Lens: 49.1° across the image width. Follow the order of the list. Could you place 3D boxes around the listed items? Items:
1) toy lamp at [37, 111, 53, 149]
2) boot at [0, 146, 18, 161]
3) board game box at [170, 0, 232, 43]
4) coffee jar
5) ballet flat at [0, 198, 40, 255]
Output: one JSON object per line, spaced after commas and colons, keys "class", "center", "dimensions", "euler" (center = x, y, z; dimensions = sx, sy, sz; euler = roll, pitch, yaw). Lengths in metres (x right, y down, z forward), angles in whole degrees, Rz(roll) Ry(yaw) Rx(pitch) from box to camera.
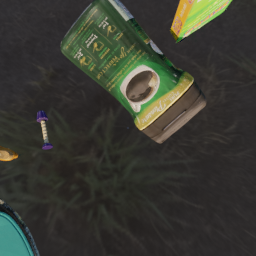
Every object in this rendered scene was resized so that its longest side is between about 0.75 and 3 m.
{"class": "toy lamp", "center": [-1.738, 0.028, 5.808], "dimensions": [0.237, 0.237, 0.815], "euler": [-14, 70, -7]}
{"class": "boot", "center": [-2.411, 0.414, 4.958], "dimensions": [0.822, 0.588, 0.289], "euler": [17, 81, -8]}
{"class": "board game box", "center": [1.364, -2.158, 4.628], "dimensions": [1.173, 2.456, 0.368], "euler": [-33, 86, 2]}
{"class": "coffee jar", "center": [0.146, -1.006, 5.123], "dimensions": [2.606, 1.112, 1.359], "euler": [45, 111, -5]}
{"class": "ballet flat", "center": [-1.324, 0.774, 2.378], "dimensions": [0.641, 0.641, 1.782], "euler": [-37, 94, -17]}
